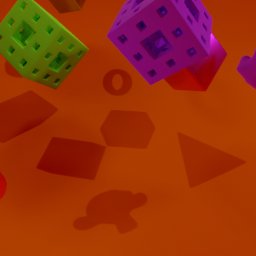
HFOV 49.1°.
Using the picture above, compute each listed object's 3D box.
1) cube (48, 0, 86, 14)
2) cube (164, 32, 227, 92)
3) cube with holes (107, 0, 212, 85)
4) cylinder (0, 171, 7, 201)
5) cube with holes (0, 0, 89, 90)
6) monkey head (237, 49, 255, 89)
[{"bbox_3d":[-1.704,-3.871,7.802,0.873,0.873,0.873,8,69,33],"label":"cube"},{"bbox_3d":[1.206,-1.412,5.688,0.955,0.955,0.955,16,71,57],"label":"cube"},{"bbox_3d":[0.505,-1.473,4.088,1.003,1.003,1.003,-23,36,38],"label":"cube with holes"},{"bbox_3d":[-2.407,0.620,3.758,1.107,1.107,1.107,-32,63,-25],"label":"cylinder"},{"bbox_3d":[-1.871,-1.785,6.040,1.214,1.214,1.214,44,99,15],"label":"cube with holes"},{"bbox_3d":[1.776,-0.589,2.892,1.543,0.930,1.110,-12,78,-30],"label":"monkey head"}]
